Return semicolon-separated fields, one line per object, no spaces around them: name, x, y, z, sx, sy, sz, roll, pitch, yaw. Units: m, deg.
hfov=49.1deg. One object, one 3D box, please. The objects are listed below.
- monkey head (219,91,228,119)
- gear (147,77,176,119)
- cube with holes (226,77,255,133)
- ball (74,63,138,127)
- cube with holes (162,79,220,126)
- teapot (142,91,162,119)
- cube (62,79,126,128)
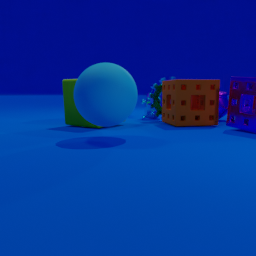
monkey head;2.855;-0.711;9.366;1.569;0.946;1.129;-10;7;32
gear;1.318;-0.952;9.149;1.398;1.398;0.258;-2;9;-12
cube with holes;3.319;-0.577;6.705;1.231;1.231;1.231;-3;12;-24
ball;-0.443;-0.661;5.618;1.268;1.268;1.268;0;7;0
cube with holes;1.778;-0.756;8.171;1.247;1.247;1.247;-1;7;-11
teapot;0.867;-0.828;9.983;0.788;1.000;1.609;12;49;4
cube;-0.927;-0.754;7.871;1.257;1.257;1.257;6;13;34
